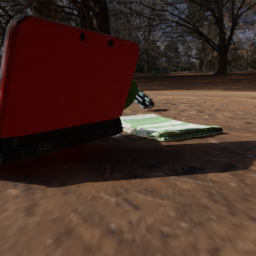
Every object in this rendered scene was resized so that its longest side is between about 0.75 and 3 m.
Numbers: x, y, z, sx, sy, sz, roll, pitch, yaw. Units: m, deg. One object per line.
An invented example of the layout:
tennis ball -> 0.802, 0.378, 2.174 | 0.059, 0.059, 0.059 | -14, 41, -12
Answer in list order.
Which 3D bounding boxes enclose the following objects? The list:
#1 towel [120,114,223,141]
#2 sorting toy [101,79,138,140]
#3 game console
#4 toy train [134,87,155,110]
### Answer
towel -> 0.828, -0.095, 7.949 | 2.170, 0.333, 2.844 | -5, 10, -34
sorting toy -> -0.563, -0.558, 6.421 | 1.034, 1.720, 0.706 | 7, 32, -42
game console -> -1.299, -0.439, 4.655 | 2.388, 1.645, 2.771 | -9, 2, 33
toy train -> 0.664, -1.449, 13.451 | 1.502, 0.640, 0.856 | 41, 25, 17
